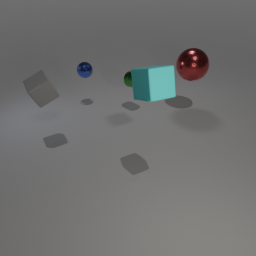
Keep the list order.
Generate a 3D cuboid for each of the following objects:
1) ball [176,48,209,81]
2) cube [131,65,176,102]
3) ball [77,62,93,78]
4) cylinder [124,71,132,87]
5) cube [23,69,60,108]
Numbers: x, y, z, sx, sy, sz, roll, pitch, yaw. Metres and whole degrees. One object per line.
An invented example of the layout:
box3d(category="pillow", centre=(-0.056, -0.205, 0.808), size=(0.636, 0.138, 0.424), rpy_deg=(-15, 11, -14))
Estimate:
box3d(category="ball", centre=(2.781, -2.727, 12.079), size=(1.400, 1.400, 1.400), rpy_deg=(0, 30, 0))
box3d(category="cube", centre=(0.566, -1.011, 6.292), size=(0.700, 0.700, 0.700), rpy_deg=(-14, 17, -30))
box3d(category="ball", centre=(-1.893, -2.549, 12.299), size=(0.700, 0.700, 0.700), rpy_deg=(0, 30, 0))
box3d(category="cylinder", centre=(0.288, -2.109, 12.203), size=(0.700, 0.700, 0.700), rpy_deg=(-21, 24, -32))
box3d(category="cube", centre=(-2.616, -1.189, 8.463), size=(0.700, 0.700, 0.700), rpy_deg=(-33, 49, -5))
